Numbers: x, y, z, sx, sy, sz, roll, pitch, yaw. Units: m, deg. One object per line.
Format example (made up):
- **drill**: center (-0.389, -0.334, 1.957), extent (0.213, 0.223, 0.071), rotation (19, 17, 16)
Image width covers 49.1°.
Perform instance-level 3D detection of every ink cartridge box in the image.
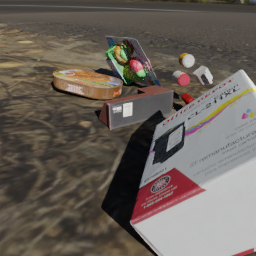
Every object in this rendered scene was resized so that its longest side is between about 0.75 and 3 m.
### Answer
- **ink cartridge box**: center (1.394, 0.467, 4.474), extent (2.096, 1.191, 2.877), rotation (-35, 14, 26)

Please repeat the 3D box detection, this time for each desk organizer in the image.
- **desk organizer**: center (0.230, -0.672, 8.322), extent (2.161, 0.775, 0.832), rotation (-15, 28, -27)

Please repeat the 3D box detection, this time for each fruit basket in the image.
- **fruit basket**: center (0.127, -2.338, 10.224), extent (1.092, 2.158, 2.330), rotation (-40, 34, -7)

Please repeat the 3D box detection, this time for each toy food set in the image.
- **toy food set**: center (2.153, -1.083, 8.191), extent (1.060, 2.221, 0.999), rotation (-37, 25, 4)

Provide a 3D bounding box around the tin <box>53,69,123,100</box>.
- **tin**: center (-1.507, -1.637, 10.270), extent (2.732, 0.572, 1.530), rotation (17, 24, 22)
